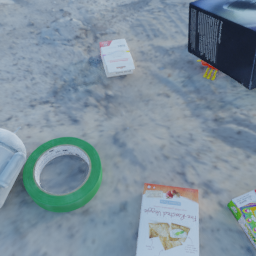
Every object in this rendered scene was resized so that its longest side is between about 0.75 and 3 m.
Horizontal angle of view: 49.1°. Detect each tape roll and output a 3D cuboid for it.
[{"bbox_3d":[-1.702,1.187,7.443,2.022,0.486,2.022,0,54,-1],"label":"tape roll"}]

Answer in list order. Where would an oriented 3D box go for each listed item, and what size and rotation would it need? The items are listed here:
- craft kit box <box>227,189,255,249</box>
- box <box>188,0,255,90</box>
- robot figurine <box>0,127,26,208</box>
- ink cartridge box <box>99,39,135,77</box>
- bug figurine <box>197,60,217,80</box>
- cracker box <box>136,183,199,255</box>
[{"bbox_3d":[3.880,2.306,6.650,2.142,0.520,2.116,-20,59,-13],"label":"craft kit box"},{"bbox_3d":[2.930,-2.247,6.393,2.228,1.373,2.210,-24,44,-15],"label":"box"},{"bbox_3d":[-3.489,1.034,6.963,2.149,1.431,2.534,-3,50,23],"label":"robot figurine"},{"bbox_3d":[-0.394,-2.409,10.007,0.986,0.571,1.693,-10,53,-8],"label":"ink cartridge box"},{"bbox_3d":[3.785,-2.721,10.166,2.065,0.685,2.663,22,57,15],"label":"bug figurine"},{"bbox_3d":[0.927,2.371,6.515,1.350,0.581,2.016,6,55,4],"label":"cracker box"}]
